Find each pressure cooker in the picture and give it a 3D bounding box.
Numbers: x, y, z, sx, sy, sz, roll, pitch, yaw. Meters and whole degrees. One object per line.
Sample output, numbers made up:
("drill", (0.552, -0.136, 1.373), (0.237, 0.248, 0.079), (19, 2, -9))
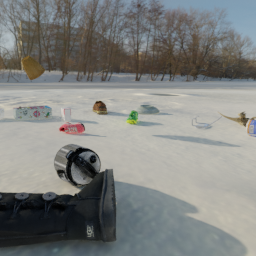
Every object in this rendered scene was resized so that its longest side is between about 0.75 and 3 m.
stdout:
("pressure cooker", (-0.965, 0.718, 5.503), (0.754, 0.766, 0.858), (-5, 10, -41))

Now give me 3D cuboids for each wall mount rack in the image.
("wall mount rack", (3.293, -0.265, 11.725), (1.110, 0.476, 1.278), (5, 12, 25))

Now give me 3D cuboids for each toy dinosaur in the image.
("toy dinosaur", (5.030, -0.319, 12.246), (2.228, 0.649, 1.127), (11, -3, 16))

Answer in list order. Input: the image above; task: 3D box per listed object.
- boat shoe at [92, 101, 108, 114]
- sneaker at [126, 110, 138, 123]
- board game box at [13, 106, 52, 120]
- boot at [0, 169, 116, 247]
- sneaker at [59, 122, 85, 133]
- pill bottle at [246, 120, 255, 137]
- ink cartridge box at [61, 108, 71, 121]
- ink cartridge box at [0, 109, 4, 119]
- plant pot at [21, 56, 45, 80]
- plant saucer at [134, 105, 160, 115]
("boat shoe", (-1.642, -1.270, 16.561), (0.761, 0.714, 2.115), (-3, 11, -16))
("sneaker", (0.192, -0.520, 12.885), (0.495, 0.558, 1.336), (2, 11, 7))
("board game box", (-4.904, -0.782, 14.377), (1.744, 0.560, 1.286), (-5, 12, -27))
("boot", (-1.181, 1.093, 4.058), (1.990, 0.653, 1.640), (-5, 9, -1))
("sneaker", (-2.102, 0.062, 10.467), (1.131, 0.417, 0.491), (2, 24, 31))
("pill bottle", (4.719, 0.042, 9.729), (1.040, 0.583, 0.583), (8, 13, 39))
("ink cartridge box", (-3.032, -0.683, 13.713), (0.337, 0.578, 0.799), (-5, 11, -24))
("ink cartridge box", (-6.894, -0.688, 14.037), (1.139, 0.472, 0.836), (-1, 10, -8))
("plant pot", (-4.253, -2.699, 12.329), (0.814, 0.874, 0.814), (-19, 38, 16))
("plant saucer", (1.086, -1.115, 16.360), (1.525, 0.383, 1.525), (-1, 15, 0))
